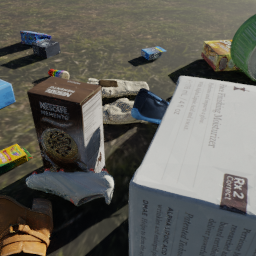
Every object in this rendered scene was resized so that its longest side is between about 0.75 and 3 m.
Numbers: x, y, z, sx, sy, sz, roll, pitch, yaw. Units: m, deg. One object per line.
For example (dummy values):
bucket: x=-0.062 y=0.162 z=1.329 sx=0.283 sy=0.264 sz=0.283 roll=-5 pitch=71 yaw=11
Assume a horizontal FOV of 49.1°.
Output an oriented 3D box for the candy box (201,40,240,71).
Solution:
candy box: x=5.158 y=-3.437 z=12.988 sx=2.999 sy=0.829 sz=1.731 roll=-5 pitch=37 yaw=-8

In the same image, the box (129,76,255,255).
box: x=1.387 y=1.140 z=4.769 sx=1.954 sy=2.990 sz=2.974 roll=12 pitch=38 yaw=15

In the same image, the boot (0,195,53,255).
boot: x=-2.403 y=2.023 z=5.514 sx=1.787 sy=0.658 sz=1.382 roll=-3 pitch=32 yaw=-8

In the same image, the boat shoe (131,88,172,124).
boat shoe: x=1.334 y=-0.475 z=7.635 sx=2.642 sy=0.907 sz=1.112 roll=10 pitch=-1 yaw=-41

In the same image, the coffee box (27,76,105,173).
coffee box: x=-1.380 y=0.112 z=6.715 sx=1.352 sy=2.392 sz=0.955 roll=13 pitch=36 yaw=19

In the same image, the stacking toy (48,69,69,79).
stacking toy: x=-2.956 y=-2.245 z=11.753 sx=1.076 sy=0.459 sz=0.459 roll=23 pitch=41 yaw=37

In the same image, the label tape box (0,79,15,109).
label tape box: x=-5.563 y=-1.249 z=10.016 sx=2.434 sy=0.804 sz=1.743 roll=20 pitch=40 yaw=29

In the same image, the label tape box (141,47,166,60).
label tape box: x=1.271 y=-3.691 z=13.794 sx=1.019 sy=0.337 sz=0.730 roll=-16 pitch=39 yaw=-24

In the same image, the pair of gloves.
pair of gloves: x=-0.396 y=-1.042 z=9.967 sx=2.448 sy=0.505 sz=2.879 roll=1 pitch=37 yaw=0

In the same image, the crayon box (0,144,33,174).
crayon box: x=-3.192 y=0.801 z=7.615 sx=0.992 sy=0.252 sz=0.630 roll=-28 pitch=44 yaw=-33

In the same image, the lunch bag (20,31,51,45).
lunch bag: x=-5.043 y=-5.024 z=15.530 sx=1.060 sy=0.663 sz=1.409 roll=14 pitch=26 yaw=21

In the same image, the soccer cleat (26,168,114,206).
soccer cleat: x=-1.350 y=1.359 z=6.368 sx=2.078 sy=0.720 sz=0.806 roll=-2 pitch=70 yaw=6

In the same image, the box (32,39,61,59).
box: x=-4.062 y=-3.965 z=13.970 sx=0.972 sy=0.571 sz=0.956 roll=22 pitch=41 yaw=25

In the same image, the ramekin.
ramekin: x=5.619 y=-3.112 z=11.052 sx=2.735 sy=2.735 sz=1.336 roll=-3 pitch=43 yaw=-4
